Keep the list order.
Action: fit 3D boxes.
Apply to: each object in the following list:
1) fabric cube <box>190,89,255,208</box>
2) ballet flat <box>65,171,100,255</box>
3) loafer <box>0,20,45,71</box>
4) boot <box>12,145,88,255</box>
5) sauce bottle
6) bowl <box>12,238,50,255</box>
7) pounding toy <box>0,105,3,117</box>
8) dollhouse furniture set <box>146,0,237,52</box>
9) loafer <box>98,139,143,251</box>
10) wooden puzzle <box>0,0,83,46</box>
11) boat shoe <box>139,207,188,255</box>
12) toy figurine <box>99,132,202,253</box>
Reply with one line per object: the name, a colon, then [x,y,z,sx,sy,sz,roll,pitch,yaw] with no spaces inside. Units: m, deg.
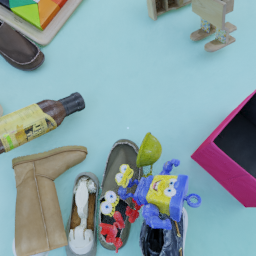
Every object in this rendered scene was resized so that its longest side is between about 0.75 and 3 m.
fabric cube: [3.085,0.521,6.710,2.068,2.061,2.029,42,78,11]
ballet flat: [-1.155,2.274,6.880,0.823,0.778,2.444,2,75,1]
loafer: [-3.566,-2.534,8.156,2.492,0.885,0.910,32,77,8]
boot: [-1.793,1.726,6.890,2.029,0.766,2.317,-13,69,-6]
sauce bottle: [-2.224,-0.211,6.876,2.540,0.822,0.822,-30,76,-28]
bowl: [-2.425,2.883,6.891,0.983,0.442,0.983,0,74,-1]
pounding toy: [-3.994,-0.259,7.542,1.626,1.255,0.755,39,114,1]
dollhouse furniture set: [1.749,-3.478,7.873,1.580,2.085,2.378,-27,50,-9]
loafer: [-0.165,1.599,6.959,1.056,0.978,2.808,5,75,1]
wooden puzzle: [-2.841,-4.230,8.822,2.566,0.517,2.774,33,77,9]
boat shoe: [0.729,2.993,6.159,0.922,1.184,2.607,-3,83,34]
toy figurine: [0.760,1.347,5.867,1.637,1.442,2.733,3,38,25]
